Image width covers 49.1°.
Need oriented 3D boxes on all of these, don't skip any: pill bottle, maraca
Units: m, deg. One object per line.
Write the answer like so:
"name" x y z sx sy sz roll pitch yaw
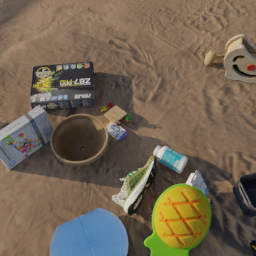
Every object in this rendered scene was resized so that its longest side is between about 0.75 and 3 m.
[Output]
"pill bottle" 1.373 0.982 9.176 1.072 0.594 0.594 28 61 17
"maraca" 1.378 2.687 7.745 1.582 1.234 2.307 24 83 12

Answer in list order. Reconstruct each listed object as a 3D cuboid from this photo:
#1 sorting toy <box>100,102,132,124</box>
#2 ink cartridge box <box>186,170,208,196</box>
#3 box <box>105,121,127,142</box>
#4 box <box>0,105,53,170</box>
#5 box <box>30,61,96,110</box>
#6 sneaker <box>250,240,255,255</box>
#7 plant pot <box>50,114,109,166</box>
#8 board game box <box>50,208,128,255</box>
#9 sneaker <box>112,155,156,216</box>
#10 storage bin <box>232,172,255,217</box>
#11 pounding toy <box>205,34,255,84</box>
"sorting toy" -0.482 -0.477 10.329 0.619 0.217 1.285 -39 57 -20
"ink cartridge box" 2.013 1.719 8.335 0.307 0.905 0.525 -5 36 45
"box" -0.469 0.122 10.011 0.856 0.178 0.510 36 62 19
"box" -3.368 0.318 9.082 1.916 1.494 0.395 -37 62 -23
"box" -2.505 -1.651 10.939 2.411 0.592 1.943 -5 59 -3
"sneaker" 3.597 3.764 7.348 0.697 0.542 1.549 -17 60 -15
"plant pot" -1.551 0.515 9.328 1.871 0.864 1.871 0 57 1
"board game box" -1.062 3.268 7.791 2.121 0.413 1.676 -21 53 -16
"sneaker" 0.209 1.603 8.711 0.929 0.806 2.096 21 56 23
"storage bin" 4.145 1.926 8.464 1.591 0.746 1.076 -11 57 -8
"pounding toy" 4.689 -2.993 11.187 2.921 1.670 1.676 12 57 7
